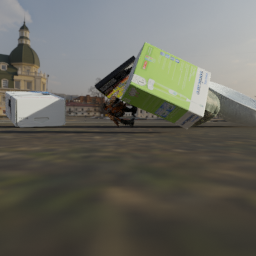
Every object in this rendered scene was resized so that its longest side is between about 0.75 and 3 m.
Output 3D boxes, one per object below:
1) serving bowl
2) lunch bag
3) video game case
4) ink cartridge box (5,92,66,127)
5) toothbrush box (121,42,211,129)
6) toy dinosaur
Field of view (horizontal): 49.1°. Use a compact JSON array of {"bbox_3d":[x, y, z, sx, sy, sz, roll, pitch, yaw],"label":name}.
[{"bbox_3d":[3.945,-0.817,10.661,2.833,0.932,2.833,20,22,-8],"label":"serving bowl"},{"bbox_3d":[1.595,-1.126,9.519,2.157,1.547,2.631,25,10,-17],"label":"lunch bag"},{"bbox_3d":[-0.219,-1.848,10.893,1.827,0.233,1.651,-36,-21,8],"label":"video game case"},{"bbox_3d":[-3.399,-0.742,10.145,1.661,0.958,2.289,-3,14,-31],"label":"ink cartridge box"},{"bbox_3d":[0.717,-0.772,5.202,1.418,1.033,0.611,22,-28,-8],"label":"toothbrush box"},{"bbox_3d":[-0.308,-0.598,10.299,1.239,0.932,1.825,12,-6,2],"label":"toy dinosaur"}]
